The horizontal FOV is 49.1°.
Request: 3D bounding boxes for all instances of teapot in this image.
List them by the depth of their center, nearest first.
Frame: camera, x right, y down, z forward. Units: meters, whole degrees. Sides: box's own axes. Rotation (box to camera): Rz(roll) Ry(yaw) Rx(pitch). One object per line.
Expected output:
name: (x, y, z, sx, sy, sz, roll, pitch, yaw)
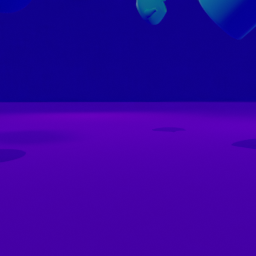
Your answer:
teapot: (0.745, -3.588, 8.262, 0.774, 0.983, 1.582, -27, 28, 31)

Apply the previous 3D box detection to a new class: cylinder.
cylinder: (-2.191, -2.645, 4.773, 0.928, 0.928, 0.928, -24, -16, -7)
cylinder: (2.283, -2.657, 5.488, 1.283, 1.283, 1.283, -6, -28, -46)
